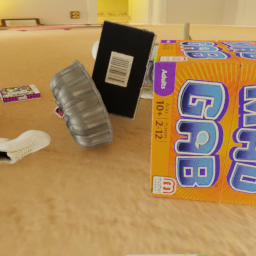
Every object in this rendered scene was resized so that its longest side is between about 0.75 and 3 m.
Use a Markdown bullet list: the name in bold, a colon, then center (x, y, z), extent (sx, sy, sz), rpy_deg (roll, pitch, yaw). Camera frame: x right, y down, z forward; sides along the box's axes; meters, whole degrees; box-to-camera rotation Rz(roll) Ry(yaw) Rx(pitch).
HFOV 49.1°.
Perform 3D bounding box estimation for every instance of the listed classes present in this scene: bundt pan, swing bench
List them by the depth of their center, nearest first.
- **bundt pan**: center (-1.281, -0.491, 7.246), extent (0.885, 2.358, 2.358), rpy_deg (-25, 32, -14)
- **swing bench**: center (1.072, -2.368, 10.831), extent (2.722, 2.736, 1.775), rpy_deg (10, -2, 28)

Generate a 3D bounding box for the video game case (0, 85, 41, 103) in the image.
- **video game case**: center (-4.412, -1.407, 11.389), extent (1.438, 0.257, 1.303), rpy_deg (-12, 28, -25)

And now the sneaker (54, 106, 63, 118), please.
- **sneaker**: center (-1.906, -0.628, 9.499), extent (1.217, 0.433, 0.684), rpy_deg (-1, 20, 15)

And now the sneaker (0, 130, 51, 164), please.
- **sneaker**: center (-2.667, 0.555, 6.918), extent (1.556, 0.606, 0.773), rpy_deg (-16, 35, -13)

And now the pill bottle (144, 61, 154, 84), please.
- **pill bottle**: center (1.163, -2.674, 12.715), extent (1.451, 1.451, 2.731), rpy_deg (-10, 27, -20)

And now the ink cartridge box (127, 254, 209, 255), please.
- **ink cartridge box**: center (0.014, 2.280, 3.178), extent (2.256, 0.541, 1.642), rpy_deg (1, 25, -2)

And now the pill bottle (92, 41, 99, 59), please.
- **pill bottle**: center (-0.616, -4.226, 15.895), extent (2.786, 1.564, 1.564), rpy_deg (18, 30, 33)

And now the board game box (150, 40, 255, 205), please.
- **board game box**: center (1.945, -0.331, 6.108), extent (2.729, 2.728, 2.731), rpy_deg (3, 25, 7)

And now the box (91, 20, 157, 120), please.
- **box**: center (-0.213, -1.764, 8.661), extent (1.515, 2.445, 2.404), rpy_deg (14, 12, -1)
